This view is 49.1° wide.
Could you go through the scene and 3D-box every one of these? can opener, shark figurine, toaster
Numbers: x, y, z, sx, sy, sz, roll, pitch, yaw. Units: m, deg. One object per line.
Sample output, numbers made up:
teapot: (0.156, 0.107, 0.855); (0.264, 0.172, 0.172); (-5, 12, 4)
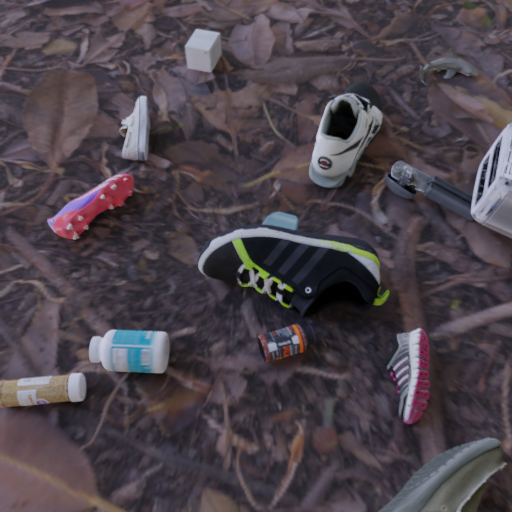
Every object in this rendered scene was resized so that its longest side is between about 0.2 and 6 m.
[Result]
can opener: (3.853, -1.370, 12.327); (2.101, 0.703, 0.560); (30, 56, 5)
shark figurine: (5.032, -5.209, 15.016); (1.672, 0.698, 0.999); (-7, 53, -7)
toaster: (5.623, -1.366, 11.399); (1.915, 1.685, 2.965); (22, 55, 5)

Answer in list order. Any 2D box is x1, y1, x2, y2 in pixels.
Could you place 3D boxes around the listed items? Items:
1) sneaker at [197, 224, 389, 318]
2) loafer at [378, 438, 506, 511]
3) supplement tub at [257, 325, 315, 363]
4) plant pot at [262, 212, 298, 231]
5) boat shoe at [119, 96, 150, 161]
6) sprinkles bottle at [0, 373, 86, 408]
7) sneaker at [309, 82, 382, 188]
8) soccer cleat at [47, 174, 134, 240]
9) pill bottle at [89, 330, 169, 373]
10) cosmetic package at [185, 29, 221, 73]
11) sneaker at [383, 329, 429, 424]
sneaker: (0.674, 0.378, 10.499); (3.626, 1.300, 1.501); (1, 54, 1)
loafer: (2.617, 3.824, 8.225); (3.022, 1.136, 1.052); (-32, 73, -17)
supplement tub: (0.554, 1.553, 10.119); (0.983, 0.526, 0.526); (-16, 55, -10)
plant pot: (0.519, -0.501, 11.556); (0.711, 0.713, 0.726); (15, 46, 11)
boat shoe: (-2.939, -3.085, 13.469); (0.686, 0.697, 1.965); (-1, 60, -4)
sprinkles bottle: (-3.662, 2.306, 9.595); (1.390, 0.474, 0.474); (-5, 54, -3)
sneaker: (2.242, -3.258, 13.069); (1.283, 1.532, 3.462); (15, 54, 13)
soccer cleat: (-3.532, -1.165, 12.065); (0.788, 0.687, 2.061); (27, 59, 28)
pill bottle: (-2.234, 1.680, 9.897); (1.311, 0.726, 0.726); (3, 54, 1)
cosmetic package: (-1.426, -5.587, 15.250); (0.714, 0.719, 0.859); (14, 55, 10)
sneaker: (2.562, 2.064, 9.705); (0.706, 0.596, 1.615); (-7, 68, 40)
